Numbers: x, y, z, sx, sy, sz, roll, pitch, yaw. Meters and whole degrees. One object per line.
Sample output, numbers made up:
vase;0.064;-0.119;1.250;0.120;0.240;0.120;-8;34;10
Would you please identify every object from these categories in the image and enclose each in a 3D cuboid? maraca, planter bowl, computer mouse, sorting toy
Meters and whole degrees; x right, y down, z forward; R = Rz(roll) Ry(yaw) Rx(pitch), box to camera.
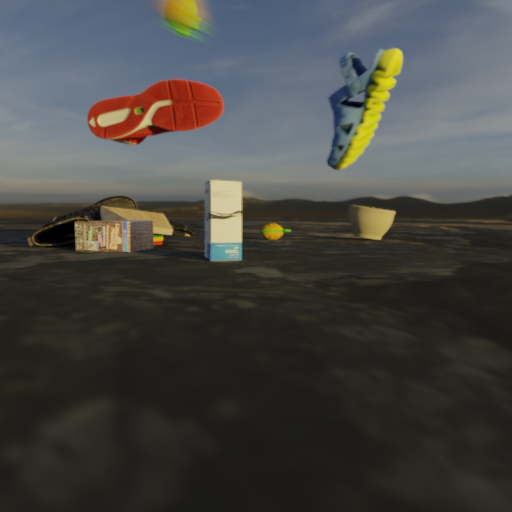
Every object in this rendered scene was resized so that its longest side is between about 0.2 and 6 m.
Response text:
maraca;-0.979;-3.184;7.429;0.447;0.652;0.349;-34;-25;15
planter bowl;3.113;-0.897;15.363;1.259;0.847;1.259;7;7;-1
computer mouse;-3.391;-0.752;16.969;3.024;0.515;0.886;4;-21;-1
sorting toy;-2.908;-0.664;13.340;1.558;0.545;1.567;6;15;-19
maraca;0.524;-0.664;15.384;0.852;0.456;0.584;-3;1;2

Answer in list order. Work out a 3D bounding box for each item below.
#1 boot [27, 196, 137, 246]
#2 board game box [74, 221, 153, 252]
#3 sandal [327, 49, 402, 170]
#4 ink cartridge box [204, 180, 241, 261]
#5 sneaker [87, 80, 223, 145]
boot;-3.997;-0.741;13.325;2.611;0.904;2.273;-22;11;-14
board game box;-2.941;-0.421;11.654;1.265;0.613;1.009;1;5;18
sandal;2.018;-3.100;11.690;1.170;2.687;1.068;27;26;15
ink cartridge box;-0.584;-0.611;9.670;0.563;1.338;0.967;-1;5;-11
sneaker;-2.308;-3.330;13.164;3.020;1.183;1.745;-6;7;-5
